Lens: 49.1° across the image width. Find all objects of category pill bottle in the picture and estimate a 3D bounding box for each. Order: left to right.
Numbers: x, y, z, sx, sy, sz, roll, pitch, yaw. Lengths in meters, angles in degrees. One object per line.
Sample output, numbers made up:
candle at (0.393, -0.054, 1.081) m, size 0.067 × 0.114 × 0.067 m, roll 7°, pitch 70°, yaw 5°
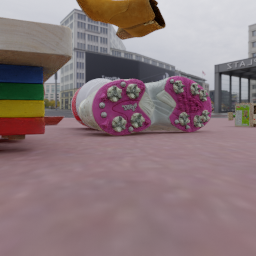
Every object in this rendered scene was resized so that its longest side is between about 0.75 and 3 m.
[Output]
pill bottle at (-0.718, -0.561, 6.812) m, size 1.184 × 1.184 × 2.109 m, roll -1°, pitch 3°, yaw -16°

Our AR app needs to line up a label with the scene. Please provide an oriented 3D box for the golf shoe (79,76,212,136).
golf shoe at (0.397, -0.418, 5.450) m, size 2.891 × 1.089 × 1.323 m, roll 0°, pitch -1°, yaw -35°

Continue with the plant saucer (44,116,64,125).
plant saucer at (-3.483, -0.259, 9.798) m, size 1.797 × 0.330 × 1.801 m, roll 1°, pitch 4°, yaw 28°

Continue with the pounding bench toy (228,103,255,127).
pounding bench toy at (3.715, -0.390, 8.538) m, size 0.868 × 0.692 × 1.113 m, roll -1°, pitch 3°, yaw -18°

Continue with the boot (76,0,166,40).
boot at (-0.108, -2.601, 5.993) m, size 1.308 × 0.643 × 1.828 m, roll -6°, pitch -24°, yaw 42°

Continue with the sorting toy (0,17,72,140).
sorting toy at (-2.137, -0.294, 2.776) m, size 2.585 × 0.905 × 2.601 m, roll -2°, pitch 0°, yaw -26°
